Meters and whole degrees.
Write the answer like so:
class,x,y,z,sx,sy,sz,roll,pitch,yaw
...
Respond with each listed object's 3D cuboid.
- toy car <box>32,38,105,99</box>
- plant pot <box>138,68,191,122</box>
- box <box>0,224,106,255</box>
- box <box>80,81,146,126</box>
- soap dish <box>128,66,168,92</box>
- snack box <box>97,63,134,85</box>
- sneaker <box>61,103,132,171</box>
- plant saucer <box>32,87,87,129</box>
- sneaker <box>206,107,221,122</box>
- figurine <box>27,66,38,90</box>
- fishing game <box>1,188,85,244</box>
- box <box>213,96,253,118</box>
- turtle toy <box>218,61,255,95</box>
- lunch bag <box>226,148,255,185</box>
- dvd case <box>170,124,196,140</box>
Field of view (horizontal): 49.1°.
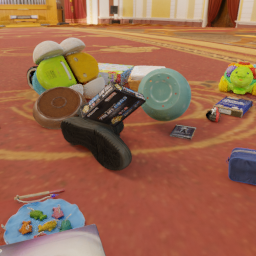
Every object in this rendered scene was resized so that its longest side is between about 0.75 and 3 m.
class,x,y,z,sx,sy,sz,roll,pitch,yaw
toy car,-2.415,-1.934,10.595,2.022,2.359,2.696,-25,4,42
plant pot,1.005,-0.979,7.986,1.599,1.599,1.283,5,3,11
box,-0.936,2.021,2.606,1.756,1.082,1.741,-8,24,-17
box,-0.314,-0.492,6.167,1.048,1.056,0.262,15,46,-49
soap dish,0.886,-2.096,12.088,1.595,0.823,2.027,3,25,6
snack box,-0.905,-2.563,13.308,1.975,0.668,1.665,11,27,21
sneaker,-0.590,0.038,7.216,1.557,0.896,2.984,-22,31,-38
plant saucer,-2.134,-0.718,8.719,1.708,0.294,1.708,0,54,-1
sneaker,2.734,-0.472,9.078,0.435,0.315,0.891,6,26,8
figurine,-3.134,-2.456,12.881,2.300,0.990,2.244,1,20,1
fishing game,-1.389,1.543,4.657,1.322,0.287,1.846,-7,25,-21
box,3.771,-0.812,9.930,0.979,0.262,1.617,16,28,32
turtle toy,4.698,-2.073,11.540,1.754,1.217,2.407,10,26,20
lunch bag,2.527,0.787,5.934,0.875,0.594,0.579,10,25,25
dvd case,1.599,0.106,8.102,0.601,0.065,0.808,9,26,20
